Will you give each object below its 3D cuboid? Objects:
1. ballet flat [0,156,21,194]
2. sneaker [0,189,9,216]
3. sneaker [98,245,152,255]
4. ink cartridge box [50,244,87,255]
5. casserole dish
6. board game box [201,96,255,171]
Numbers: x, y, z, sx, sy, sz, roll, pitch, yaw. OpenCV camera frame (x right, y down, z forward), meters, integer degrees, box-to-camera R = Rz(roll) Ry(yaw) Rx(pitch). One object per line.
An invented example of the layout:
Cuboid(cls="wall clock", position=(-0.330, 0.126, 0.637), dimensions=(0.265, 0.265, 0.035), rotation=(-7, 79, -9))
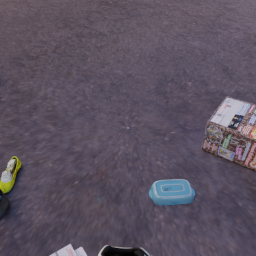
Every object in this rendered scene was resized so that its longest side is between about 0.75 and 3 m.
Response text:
Cuboid(cls="ballet flat", position=(-3.038, 1.154, 7.161), dimensions=(0.361, 0.362, 1.080), rotation=(1, 38, 2))
Cuboid(cls="sneaker", position=(-4.093, 1.111, 6.531), dimensions=(2.957, 1.211, 1.083), rotation=(14, 41, 18))
Cuboid(cls="sneaker", position=(0.361, 2.586, 4.945), dimensions=(1.964, 0.861, 0.743), rotation=(6, 37, 5))
Cuboid(cls="ink cartridge box", position=(-1.218, 2.642, 5.288), dimensions=(1.016, 0.339, 0.588), rotation=(-23, 44, -27))
Cuboid(cls="casserole dish", position=(1.078, 1.525, 6.813), dimensions=(1.134, 0.220, 0.687), rotation=(-3, 38, -3))
Cuboid(cls="board game box", position=(3.407, 0.174, 7.876), dimensions=(2.076, 1.005, 1.655), rotation=(23, 44, 26))
